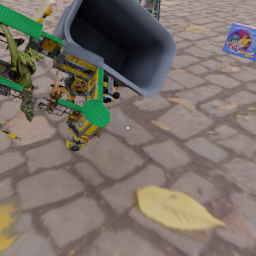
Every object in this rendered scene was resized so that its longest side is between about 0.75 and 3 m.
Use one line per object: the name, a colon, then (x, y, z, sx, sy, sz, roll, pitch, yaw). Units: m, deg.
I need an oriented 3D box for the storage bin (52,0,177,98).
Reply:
storage bin: (-0.491, -1.708, 6.154, 2.483, 1.807, 1.667, 28, -10, -34)

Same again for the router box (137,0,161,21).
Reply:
router box: (0.509, -4.282, 10.713, 1.377, 0.571, 1.838, 7, 57, 1)

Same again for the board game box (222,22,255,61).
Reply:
board game box: (2.697, -1.911, 6.274, 0.969, 0.651, 0.217, 21, 30, 12)

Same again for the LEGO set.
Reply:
LEGO set: (-1.506, -0.553, 4.342, 2.467, 1.429, 1.897, 13, 53, -34)

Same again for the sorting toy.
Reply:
sorting toy: (-2.326, -2.893, 7.407, 1.200, 0.216, 1.610, -44, 35, 6)
